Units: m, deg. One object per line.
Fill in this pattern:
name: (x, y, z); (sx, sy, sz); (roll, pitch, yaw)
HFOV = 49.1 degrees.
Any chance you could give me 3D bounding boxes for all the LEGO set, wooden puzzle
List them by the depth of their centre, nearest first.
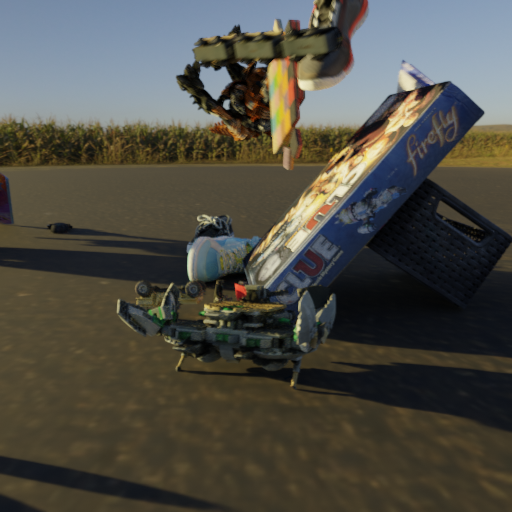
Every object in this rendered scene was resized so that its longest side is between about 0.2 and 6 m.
LEGO set: (-0.299, 0.800, 6.201); (2.266, 0.989, 3.489); (0, -1, -7)
wooden puzzle: (0.473, -2.575, 8.855); (0.184, 2.619, 1.553); (-1, -8, -10)

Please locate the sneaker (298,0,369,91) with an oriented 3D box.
sneaker: (0.954, -3.179, 7.720); (0.810, 2.102, 0.861); (2, -33, 27)

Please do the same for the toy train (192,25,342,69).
toy train: (0.056, -2.541, 6.769); (2.296, 0.392, 0.526); (15, 40, 42)

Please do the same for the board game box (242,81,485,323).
board game box: (1.239, -0.802, 7.864); (0.611, 3.533, 2.394); (40, 6, -12)

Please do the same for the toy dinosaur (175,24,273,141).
toy dinosaur: (-0.416, -3.386, 12.474); (3.696, 2.508, 1.888); (-31, 17, 47)

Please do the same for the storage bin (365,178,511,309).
storage bin: (2.388, -0.387, 8.597); (1.743, 1.209, 2.579); (32, 7, -10)

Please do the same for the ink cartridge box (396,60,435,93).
ink cartridge box: (3.379, -3.237, 11.710); (0.358, 1.708, 1.019); (-34, 62, -10)

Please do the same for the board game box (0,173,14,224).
board game box: (-7.817, -1.529, 13.285); (3.655, 0.901, 4.626); (20, -23, -15)

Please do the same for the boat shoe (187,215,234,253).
boat shoe: (-0.918, -0.501, 11.980); (0.783, 0.725, 2.122); (4, 13, 17)

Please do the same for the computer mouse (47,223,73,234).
computer mouse: (-5.045, -0.750, 14.325); (0.640, 0.244, 0.924); (-3, 12, -16)

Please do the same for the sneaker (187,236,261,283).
sneaker: (-0.294, 0.028, 9.452); (1.254, 0.764, 1.921); (3, 13, 19)
